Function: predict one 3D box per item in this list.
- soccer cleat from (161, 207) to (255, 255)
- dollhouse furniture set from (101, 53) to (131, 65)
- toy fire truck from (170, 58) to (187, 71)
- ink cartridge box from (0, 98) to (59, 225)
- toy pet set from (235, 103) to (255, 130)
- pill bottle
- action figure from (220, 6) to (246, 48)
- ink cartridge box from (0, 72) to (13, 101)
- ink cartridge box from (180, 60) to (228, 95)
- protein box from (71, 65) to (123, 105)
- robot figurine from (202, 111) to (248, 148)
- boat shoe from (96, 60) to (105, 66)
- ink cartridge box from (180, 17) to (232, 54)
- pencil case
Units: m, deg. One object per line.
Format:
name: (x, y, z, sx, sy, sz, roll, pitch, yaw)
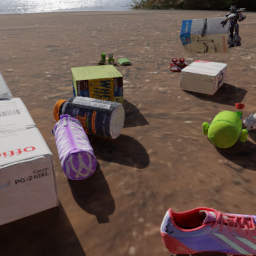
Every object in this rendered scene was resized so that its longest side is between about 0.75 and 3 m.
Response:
soccer cleat: (1.480, 1.570, 4.398, 1.942, 0.742, 0.648, -2, 28, -3)
dollhouse furniture set: (-0.609, -3.610, 14.480, 1.535, 0.592, 0.767, -9, 29, -16)
toy fire truck: (2.440, -2.997, 13.562, 0.839, 0.470, 0.704, 2, 52, 4)
ink cartridge box: (-2.914, 0.589, 5.692, 2.172, 1.265, 3.000, -14, 31, -25)
toy pet set: (3.529, 0.108, 7.280, 1.647, 0.937, 1.764, 13, -2, 23)
pill bottle: (-1.118, -0.339, 7.794, 1.874, 0.995, 0.995, 10, 29, 19)
action figure: (2.869, -2.766, 7.582, 0.381, 1.098, 0.714, -10, 8, -29)
ink cartridge box: (-4.326, -0.863, 7.781, 1.943, 1.138, 2.688, -25, 48, -19)
ink cartridge box: (3.075, -2.087, 11.331, 1.367, 0.797, 1.889, 15, 31, 27)
protein box: (-1.108, -1.476, 9.883, 1.555, 1.049, 1.544, -8, 29, -14)
robot figurine: (2.549, 0.029, 7.353, 1.134, 0.748, 1.292, 13, 30, 24)
boat shoe: (-1.294, -2.797, 12.971, 0.541, 0.542, 1.466, -1, 28, -2)
ink cartridge box: (2.553, -2.942, 9.045, 1.505, 0.634, 1.099, 7, -17, 26)
pencil case: (-1.277, 0.389, 6.582, 0.806, 0.821, 1.920, -11, 30, -17)
